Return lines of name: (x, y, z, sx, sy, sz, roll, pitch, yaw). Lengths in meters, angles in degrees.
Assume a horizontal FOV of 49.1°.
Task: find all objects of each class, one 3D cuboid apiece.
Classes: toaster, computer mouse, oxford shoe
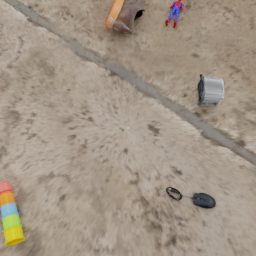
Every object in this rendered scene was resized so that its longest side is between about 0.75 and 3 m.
toaster: (2.327, -1.060, 7.916, 0.634, 0.558, 0.982, 6, 64, -1)
computer mouse: (1.499, 1.636, 6.680, 1.210, 0.206, 0.355, 13, 64, 7)
oxford shoe: (0.114, -4.243, 9.531, 1.010, 0.987, 2.769, 26, 65, -11)

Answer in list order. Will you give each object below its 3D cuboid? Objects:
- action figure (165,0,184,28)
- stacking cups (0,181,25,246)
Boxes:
action figure: (1.655, -4.057, 9.643, 0.457, 0.361, 1.397, 15, 60, 11)
stacking cups: (-2.694, 1.902, 6.431, 0.433, 0.433, 1.431, -17, 62, -9)
